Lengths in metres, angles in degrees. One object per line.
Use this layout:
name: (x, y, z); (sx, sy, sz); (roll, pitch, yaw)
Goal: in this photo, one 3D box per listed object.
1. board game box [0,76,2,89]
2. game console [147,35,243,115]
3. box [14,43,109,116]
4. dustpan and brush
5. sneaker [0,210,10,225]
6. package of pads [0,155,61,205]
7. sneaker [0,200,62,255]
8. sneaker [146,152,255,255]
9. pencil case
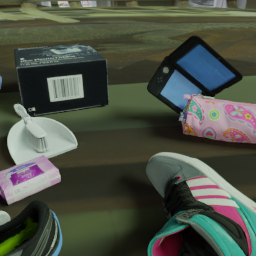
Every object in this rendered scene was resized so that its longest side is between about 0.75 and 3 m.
board game box: (-4.641, -1.621, 7.031); (1.629, 2.405, 0.416); (-8, 65, 12)
game console: (1.877, -1.274, 7.999); (1.995, 1.754, 1.161); (34, -4, -18)
box: (-2.499, -1.900, 10.200); (2.877, 1.718, 2.925); (-10, 29, -19)
dustpan and brush: (-2.667, -0.003, 7.749); (1.672, 0.685, 2.395); (-20, 34, -32)
sneaker: (-3.063, 1.795, 4.494); (0.992, 0.707, 2.000); (18, 28, 34)
package of pads: (-2.143, 1.077, 5.991); (1.215, 0.460, 0.732); (-22, 35, -35)
sneaker: (-2.165, 1.921, 3.646); (1.030, 1.204, 2.905); (20, 34, 35)
sneaker: (0.881, 1.458, 4.604); (1.779, 1.232, 2.946); (-10, 30, -37)
pencil case: (2.868, -0.221, 7.636); (2.839, 1.241, 1.241); (9, 30, 14)
